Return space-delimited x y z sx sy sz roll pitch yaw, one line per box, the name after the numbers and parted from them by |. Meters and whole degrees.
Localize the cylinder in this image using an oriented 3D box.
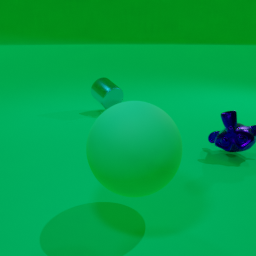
-0.727 -1.200 9.740 0.848 0.848 0.848 -14 42 -36 | cylinder

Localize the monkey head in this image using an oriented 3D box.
2.361 0.070 6.226 1.350 0.971 0.814 -11 4 30 | monkey head

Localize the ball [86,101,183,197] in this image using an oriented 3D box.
0.085 0.282 3.850 1.305 1.305 1.305 0 18 0 | ball
